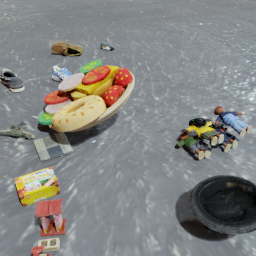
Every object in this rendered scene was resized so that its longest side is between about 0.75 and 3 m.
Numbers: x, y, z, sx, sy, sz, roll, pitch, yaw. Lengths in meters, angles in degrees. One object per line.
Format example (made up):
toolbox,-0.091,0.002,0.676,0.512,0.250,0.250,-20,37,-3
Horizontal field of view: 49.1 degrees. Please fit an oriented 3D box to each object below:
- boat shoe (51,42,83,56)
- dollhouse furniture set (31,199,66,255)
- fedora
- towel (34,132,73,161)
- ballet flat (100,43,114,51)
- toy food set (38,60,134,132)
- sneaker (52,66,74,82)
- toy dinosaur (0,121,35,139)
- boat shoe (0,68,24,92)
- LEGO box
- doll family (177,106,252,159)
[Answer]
boat shoe,-2.863,-3.650,13.018,1.502,0.540,0.511,0,34,1
dollhouse furniture set,-1.391,1.925,4.993,0.472,0.625,1.161,-5,35,-7
fedora,1.929,1.592,5.408,1.490,0.681,1.490,-3,36,2
towel,-1.999,0.493,7.491,0.877,0.157,0.911,-18,41,-19
ballet flat,-1.036,-3.932,13.696,0.820,0.299,0.299,29,44,26
toy food set,-1.240,-0.962,8.192,2.985,0.726,2.954,-43,36,-21
sneaker,-2.382,-1.983,10.660,1.353,0.521,0.512,18,37,22
toy dinosaur,-3.211,0.074,7.953,1.246,0.296,0.549,1,41,7
boat shoe,-4.434,-1.972,10.568,0.695,0.600,1.912,-23,41,-29
LEGO box,-1.992,1.275,6.179,0.829,0.320,0.617,-17,38,-23
doll family,2.289,0.037,7.614,2.106,0.827,1.218,-10,32,-23
